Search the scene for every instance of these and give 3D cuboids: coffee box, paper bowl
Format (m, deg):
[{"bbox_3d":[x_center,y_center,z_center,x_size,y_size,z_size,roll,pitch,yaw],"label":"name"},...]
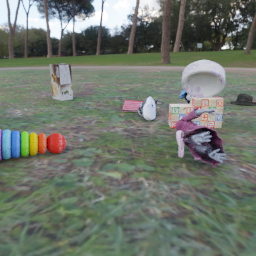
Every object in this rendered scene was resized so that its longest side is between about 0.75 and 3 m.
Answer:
[{"bbox_3d":[-3.894,-2.705,16.397,0.812,2.037,1.165,-14,21,-40],"label":"coffee box"},{"bbox_3d":[2.706,-1.835,10.057,1.502,1.502,0.781,4,60,14],"label":"paper bowl"}]

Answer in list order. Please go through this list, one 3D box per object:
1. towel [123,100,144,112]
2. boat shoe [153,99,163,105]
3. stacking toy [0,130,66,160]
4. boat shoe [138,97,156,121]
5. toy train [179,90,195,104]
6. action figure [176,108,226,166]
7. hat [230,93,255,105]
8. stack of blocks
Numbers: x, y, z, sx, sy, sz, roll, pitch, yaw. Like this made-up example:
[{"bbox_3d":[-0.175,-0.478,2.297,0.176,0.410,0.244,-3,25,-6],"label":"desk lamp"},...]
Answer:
[{"bbox_3d":[0.471,-1.074,14.016,1.403,0.218,1.940,3,18,2],"label":"towel"},{"bbox_3d":[1.520,-1.387,15.029,0.773,0.286,0.233,8,11,-2],"label":"boat shoe"},{"bbox_3d":[-2.790,0.468,7.703,2.133,0.911,0.911,2,14,-21],"label":"stacking toy"},{"bbox_3d":[0.762,-0.775,12.254,0.666,0.705,1.964,-29,21,20],"label":"boat shoe"},{"bbox_3d":[3.146,-1.535,13.109,1.232,0.935,2.157,-37,-7,12],"label":"toy train"},{"bbox_3d":[1.710,0.248,7.541,1.567,1.410,2.104,-9,23,-9],"label":"action figure"},{"bbox_3d":[6.305,-1.579,15.180,1.384,0.558,1.384,0,17,0],"label":"hat"},{"bbox_3d":[2.565,-0.599,10.671,1.936,1.115,0.567,-1,16,-1],"label":"stack of blocks"}]
